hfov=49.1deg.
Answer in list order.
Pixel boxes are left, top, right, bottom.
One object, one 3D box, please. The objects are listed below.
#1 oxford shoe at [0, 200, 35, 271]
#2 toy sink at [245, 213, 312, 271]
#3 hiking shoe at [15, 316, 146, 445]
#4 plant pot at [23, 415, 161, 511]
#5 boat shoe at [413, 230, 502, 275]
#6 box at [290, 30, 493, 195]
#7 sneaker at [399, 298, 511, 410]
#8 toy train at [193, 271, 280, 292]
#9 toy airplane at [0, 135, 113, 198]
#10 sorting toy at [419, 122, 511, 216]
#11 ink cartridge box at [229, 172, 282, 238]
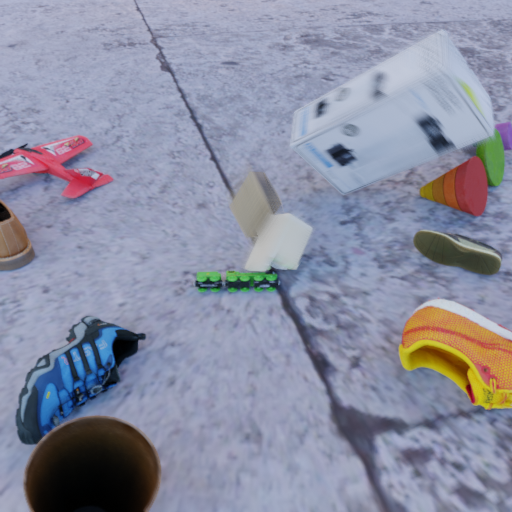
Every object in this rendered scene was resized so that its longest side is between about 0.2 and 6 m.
[{"bbox_3d":[-5.492,-0.922,11.248,3.231,1.151,1.152,28,46,35],"label":"oxford shoe"},{"bbox_3d":[0.418,-0.121,10.135,0.735,0.632,1.128,-1,62,62],"label":"toy sink"},{"bbox_3d":[-2.451,1.671,7.864,0.990,0.849,2.283,8,36,12],"label":"hiking shoe"},{"bbox_3d":[-1.749,2.655,5.938,1.310,1.402,1.310,10,38,-8],"label":"plant pot"},{"bbox_3d":[3.829,-0.116,10.640,1.643,0.587,0.540,21,31,25],"label":"boat shoe"},{"bbox_3d":[2.630,-2.684,11.217,3.454,2.015,1.039,-20,48,38],"label":"box"},{"bbox_3d":[3.675,1.723,7.780,3.410,1.245,1.315,14,53,30],"label":"sneaker"},{"bbox_3d":[-0.348,0.443,10.057,1.532,0.320,0.432,-1,25,-1],"label":"toy train"},{"bbox_3d":[-4.758,-2.114,13.337,3.193,0.587,3.193,3,31,-2],"label":"toy airplane"},{"bbox_3d":[4.944,-2.138,13.186,1.331,1.340,3.864,-2,30,40],"label":"sorting toy"},{"bbox_3d":[-0.019,-0.744,8.168,0.287,0.764,0.630,-5,56,-35],"label":"ink cartridge box"}]
